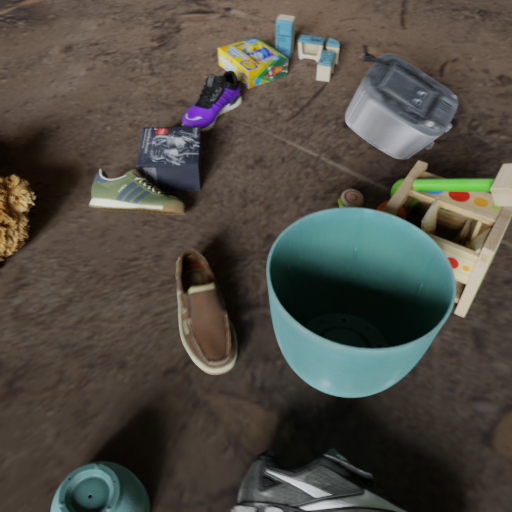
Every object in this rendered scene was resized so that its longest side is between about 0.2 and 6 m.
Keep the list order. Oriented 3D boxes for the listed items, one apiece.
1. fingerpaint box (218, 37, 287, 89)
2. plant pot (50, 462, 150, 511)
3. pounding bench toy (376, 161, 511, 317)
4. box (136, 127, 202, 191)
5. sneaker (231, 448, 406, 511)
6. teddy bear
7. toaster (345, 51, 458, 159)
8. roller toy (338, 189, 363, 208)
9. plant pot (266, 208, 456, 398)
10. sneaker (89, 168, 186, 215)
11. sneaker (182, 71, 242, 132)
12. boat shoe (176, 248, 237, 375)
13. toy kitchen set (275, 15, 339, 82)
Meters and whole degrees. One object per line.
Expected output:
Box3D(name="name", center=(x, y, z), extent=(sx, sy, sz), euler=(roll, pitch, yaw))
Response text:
Box3D(name="fingerpaint box", center=(-0.101, -5.216, 15.016), extent=(1.262, 0.555, 1.513), euler=(-25, 52, -22))
Box3D(name="plant pot", center=(-2.005, 3.117, 6.999), extent=(1.241, 0.832, 1.241), euler=(0, 47, 0))
Box3D(name="pounding bench toy", center=(3.107, -0.699, 9.373), extent=(2.021, 2.591, 1.609), euler=(25, 52, 21))
Box3D(name="box", center=(-1.811, -2.084, 11.951), extent=(1.268, 0.725, 1.393), euler=(-1, 47, -3))
Box3D(name="sneaker", center=(1.177, 3.086, 6.909), extent=(3.007, 0.999, 1.360), euler=(8, 50, 10))
Box3D(name="teddy bear", center=(-6.211, -1.232, 10.514), extent=(3.035, 1.398, 4.186), euler=(-37, 61, -21))
Box3D(name="toaster", center=(2.945, -3.165, 12.035), extent=(2.389, 1.543, 1.358), euler=(33, 68, 0))
Box3D(name="roller toy", center=(1.914, -1.076, 11.270), extent=(0.494, 0.346, 0.451), euler=(24, 59, 11))
Box3D(name="plant pot", center=(1.378, 0.888, 8.256), extent=(2.534, 2.034, 2.534), euler=(1, 47, -1))
Box3D(name="sneaker", center=(-2.328, -1.303, 11.032), extent=(1.938, 0.650, 0.870), euler=(4, 87, 7))
Box3D(name="sneaker", center=(-1.099, -3.790, 13.350), extent=(0.715, 1.023, 2.058), euler=(25, 51, 21))
Box3D(name="boat shoe", center=(-0.912, 0.814, 9.109), extent=(0.855, 0.857, 2.316), euler=(-15, 48, -13))
Box3D(name="toy kitchen set", center=(1.275, -5.560, 14.999), extent=(1.781, 1.049, 1.427), euler=(12, 48, 12))
